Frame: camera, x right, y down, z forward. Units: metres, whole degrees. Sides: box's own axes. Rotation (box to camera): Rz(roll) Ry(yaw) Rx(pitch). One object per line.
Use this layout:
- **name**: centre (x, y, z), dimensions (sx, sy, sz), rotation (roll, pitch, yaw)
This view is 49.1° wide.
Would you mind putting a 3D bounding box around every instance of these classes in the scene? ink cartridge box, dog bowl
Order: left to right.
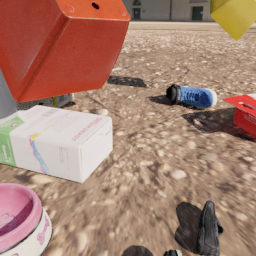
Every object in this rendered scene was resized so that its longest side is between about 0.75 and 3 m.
- **dog bowl**: centre (-2.084, 1.508, 4.342), dimensions (1.714, 0.632, 1.714), rotation (-1, 24, 0)
- **ink cartridge box**: centre (-3.546, -1.627, 9.300), dimensions (2.162, 2.172, 2.960), rotation (9, 27, 19)
- **ink cartridge box**: centre (-1.666, 0.279, 6.607), dimensions (2.230, 0.976, 1.620), rotation (8, 26, 19)
- **ink cartridge box**: centre (4.260, -0.339, 7.968), dimensions (2.818, 0.947, 1.637), rotation (-7, 26, -16)

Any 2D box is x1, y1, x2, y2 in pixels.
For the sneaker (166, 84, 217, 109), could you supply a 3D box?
- **sneaker**: centre (2.093, -1.101, 9.833), dimensions (1.093, 0.754, 1.964), rotation (-6, 21, -26)

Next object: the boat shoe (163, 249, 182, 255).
- **boat shoe**: centre (0.263, 2.049, 3.191), dimensions (0.548, 0.617, 1.652), rotation (17, 37, 7)

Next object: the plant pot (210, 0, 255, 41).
- **plant pot**: centre (3.431, -3.773, 8.738), dimensions (1.280, 1.129, 1.280), rotation (34, 47, -21)

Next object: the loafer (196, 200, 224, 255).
- **loafer**: centre (1.338, 1.600, 4.505), dimensions (0.376, 0.363, 1.070), rotation (13, 31, 13)

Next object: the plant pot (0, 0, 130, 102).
- **plant pot**: centre (-1.720, -2.784, 7.307), dimensions (2.955, 2.958, 2.606), rotation (-18, -13, -43)
